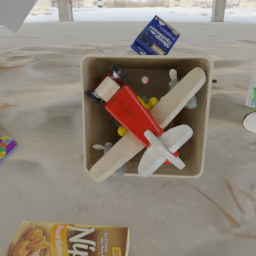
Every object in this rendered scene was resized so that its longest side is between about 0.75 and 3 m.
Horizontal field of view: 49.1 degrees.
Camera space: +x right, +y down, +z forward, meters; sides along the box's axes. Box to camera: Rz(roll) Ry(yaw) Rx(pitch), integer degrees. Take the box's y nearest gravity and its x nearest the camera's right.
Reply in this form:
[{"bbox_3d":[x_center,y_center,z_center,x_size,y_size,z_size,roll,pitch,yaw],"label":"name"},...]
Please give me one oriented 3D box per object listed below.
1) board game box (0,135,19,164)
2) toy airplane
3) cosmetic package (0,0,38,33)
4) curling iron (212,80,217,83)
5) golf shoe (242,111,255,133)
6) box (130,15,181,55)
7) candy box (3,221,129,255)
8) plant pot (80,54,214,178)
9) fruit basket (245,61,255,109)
[{"bbox_3d":[-3.962,0.503,6.439,2.173,0.535,2.750,3,26,7],"label":"board game box"},{"bbox_3d":[0.364,-0.049,5.633,2.348,2.338,1.657,-1,-16,25],"label":"toy airplane"},{"bbox_3d":[-1.609,-2.513,4.428,0.790,1.753,0.936,33,29,-28],"label":"cosmetic package"},{"bbox_3d":[3.507,-2.109,12.480,0.936,0.120,0.232,5,26,10],"label":"curling iron"},{"bbox_3d":[3.868,0.046,7.202,1.877,0.730,0.887,14,29,30],"label":"golf shoe"},{"bbox_3d":[1.082,-3.312,10.595,1.290,0.345,2.129,37,57,-6],"label":"box"},{"bbox_3d":[-0.816,1.780,3.808,1.613,0.446,0.931,1,24,4],"label":"candy box"},{"bbox_3d":[0.402,-0.477,6.557,2.489,2.486,2.204,2,17,4],"label":"plant pot"},{"bbox_3d":[4.993,-1.559,8.821,2.112,2.280,1.069,21,19,39],"label":"fruit basket"}]
